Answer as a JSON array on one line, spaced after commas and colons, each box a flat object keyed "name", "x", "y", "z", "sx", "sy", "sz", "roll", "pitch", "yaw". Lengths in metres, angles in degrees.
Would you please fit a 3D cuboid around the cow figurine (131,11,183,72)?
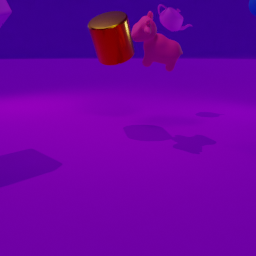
[{"name": "cow figurine", "x": 0.818, "y": -2.333, "z": 7.638, "sx": 1.524, "sy": 1.499, "sz": 0.836, "roll": 13, "pitch": 57, "yaw": -3}]

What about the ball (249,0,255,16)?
[{"name": "ball", "x": 4.282, "y": -3.966, "z": 8.895, "sx": 0.820, "sy": 0.820, "sz": 0.820, "roll": 0, "pitch": 15, "yaw": 0}]

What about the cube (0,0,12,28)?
[{"name": "cube", "x": -3.733, "y": -2.812, "z": 6.269, "sx": 1.342, "sy": 1.342, "sz": 1.342, "roll": -15, "pitch": 15, "yaw": 47}]

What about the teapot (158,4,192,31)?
[{"name": "teapot", "x": 1.811, "y": -4.316, "z": 11.065, "sx": 1.567, "sy": 0.767, "sz": 0.975, "roll": 33, "pitch": 37, "yaw": -12}]

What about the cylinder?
[{"name": "cylinder", "x": -0.491, "y": -2.781, "z": 8.694, "sx": 1.227, "sy": 1.227, "sz": 1.227, "roll": -8, "pitch": 43, "yaw": 8}]
